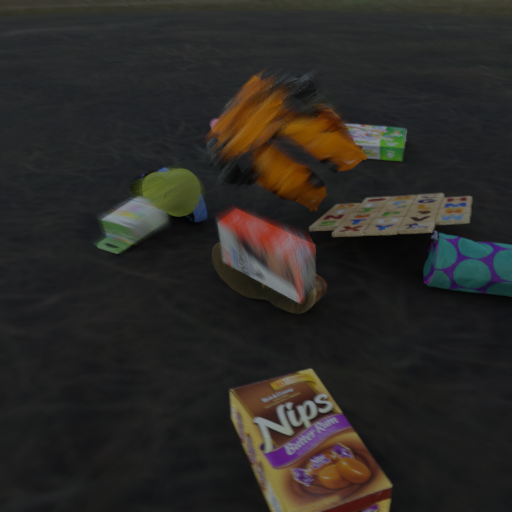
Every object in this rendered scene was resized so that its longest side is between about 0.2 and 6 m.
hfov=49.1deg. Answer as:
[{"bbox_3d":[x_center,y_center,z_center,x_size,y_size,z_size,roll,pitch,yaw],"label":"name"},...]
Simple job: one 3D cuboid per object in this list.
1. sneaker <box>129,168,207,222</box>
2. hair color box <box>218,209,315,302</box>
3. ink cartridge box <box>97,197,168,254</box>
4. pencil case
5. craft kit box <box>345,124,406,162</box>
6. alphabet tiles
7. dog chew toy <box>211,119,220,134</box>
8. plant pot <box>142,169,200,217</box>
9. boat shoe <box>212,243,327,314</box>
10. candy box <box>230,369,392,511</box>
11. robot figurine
[{"bbox_3d":[-1.724,-1.093,10.821,0.838,0.754,2.150,-24,33,-23],"label":"sneaker"},{"bbox_3d":[0.134,-0.019,7.484,1.343,0.745,0.429,25,50,30],"label":"hair color box"},{"bbox_3d":[-2.265,-0.569,9.970,0.668,0.382,1.287,16,40,33],"label":"ink cartridge box"},{"bbox_3d":[3.582,0.140,8.392,1.995,0.849,0.922,8,51,13],"label":"pencil case"},{"bbox_3d":[2.911,-2.932,14.371,1.755,0.426,1.733,7,33,13],"label":"craft kit box"},{"bbox_3d":[2.416,-0.760,9.835,2.540,0.097,3.052,-2,15,22],"label":"alphabet tiles"},{"bbox_3d":[-1.080,-3.623,15.609,0.410,0.410,0.659,-8,23,-15],"label":"dog chew toy"},{"bbox_3d":[-1.479,-1.087,9.352,0.830,0.830,0.763,13,6,22],"label":"plant pot"},{"bbox_3d":[0.174,0.272,8.399,1.942,0.699,0.656,23,27,33],"label":"boat shoe"},{"bbox_3d":[0.457,1.924,5.601,1.002,0.485,1.717,-11,29,-17],"label":"candy box"},{"bbox_3d":[0.514,-1.960,9.833,3.030,2.197,0.882,25,25,-43],"label":"robot figurine"}]
